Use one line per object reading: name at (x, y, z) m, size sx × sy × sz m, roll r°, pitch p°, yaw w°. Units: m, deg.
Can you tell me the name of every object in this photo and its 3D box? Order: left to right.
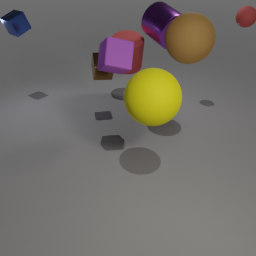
cube at (-4.347, -4.068, 10.876) m, size 0.700 × 0.700 × 0.700 m, roll 26°, pitch 61°, yaw 34°
cube at (-0.903, -2.191, 9.970) m, size 0.700 × 0.700 × 0.700 m, roll -4°, pitch 62°, yaw -14°
cube at (-0.322, -1.799, 7.041) m, size 0.700 × 0.700 × 0.700 m, roll 6°, pitch -2°, yaw -21°
cylinder at (-0.035, -3.327, 12.339) m, size 1.400 × 1.400 × 1.400 m, roll 2°, pitch 48°, yaw -2°
ball at (0.600, -0.744, 6.809) m, size 1.400 × 1.400 × 1.400 m, roll 0°, pitch 29°, yaw 0°
cylinder at (1.465, -4.063, 11.118) m, size 1.400 × 1.400 × 1.400 m, roll -17°, pitch 49°, yaw -27°
ball at (1.747, -2.530, 7.935) m, size 1.400 × 1.400 × 1.400 m, roll 0°, pitch 29°, yaw 0°
ball at (4.108, -3.857, 9.713) m, size 0.700 × 0.700 × 0.700 m, roll 0°, pitch 29°, yaw 0°
